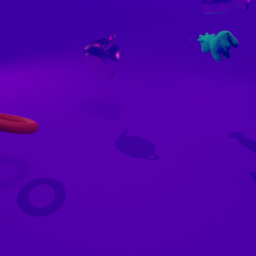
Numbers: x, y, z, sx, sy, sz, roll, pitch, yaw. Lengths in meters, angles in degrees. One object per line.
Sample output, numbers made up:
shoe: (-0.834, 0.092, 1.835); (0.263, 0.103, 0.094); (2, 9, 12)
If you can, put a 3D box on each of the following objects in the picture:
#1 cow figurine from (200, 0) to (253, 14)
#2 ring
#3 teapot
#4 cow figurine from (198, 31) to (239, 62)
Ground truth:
cow figurine: (1.939, -2.509, 5.510); (0.958, 0.526, 0.943); (-9, 20, 0)
ring: (-2.369, -0.097, 5.639); (1.107, 0.221, 1.107); (13, 6, -1)
teapot: (-0.602, -1.794, 7.281); (1.088, 1.750, 0.857); (34, 64, 0)
cow figurine: (2.312, -2.240, 7.302); (0.556, 1.013, 0.997); (-22, 74, -15)
